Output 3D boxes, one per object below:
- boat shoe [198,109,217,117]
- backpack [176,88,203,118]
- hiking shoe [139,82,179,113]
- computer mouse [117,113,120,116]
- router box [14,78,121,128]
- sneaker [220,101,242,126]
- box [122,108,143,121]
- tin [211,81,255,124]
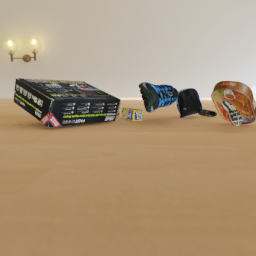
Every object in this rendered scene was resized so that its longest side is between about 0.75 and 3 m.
[{"bbox_3d":[3.372,-0.632,11.878,0.804,0.294,0.252,6,5,-1],"label":"boat shoe"},{"bbox_3d":[2.457,-1.086,11.491,0.992,1.084,0.797,-15,10,7],"label":"backpack"},{"bbox_3d":[1.116,-1.198,9.729,1.226,1.052,2.827,-17,4,10],"label":"hiking shoe"},{"bbox_3d":[-0.782,-0.682,12.232,0.925,0.303,1.318,-4,7,9],"label":"computer mouse"},{"bbox_3d":[-1.975,-0.900,9.312,2.115,0.877,2.823,30,24,36],"label":"router box"},{"bbox_3d":[2.789,-0.348,7.612,0.342,0.377,0.887,-6,49,-9],"label":"sneaker"},{"bbox_3d":[0.139,-0.544,10.833,0.395,0.430,1.227,0,8,-22],"label":"box"},{"bbox_3d":[3.275,-0.755,8.611,1.153,0.431,2.060,5,-25,34],"label":"tin"}]
